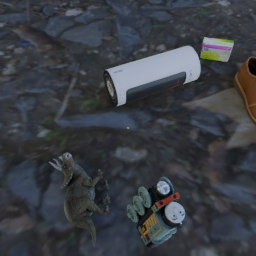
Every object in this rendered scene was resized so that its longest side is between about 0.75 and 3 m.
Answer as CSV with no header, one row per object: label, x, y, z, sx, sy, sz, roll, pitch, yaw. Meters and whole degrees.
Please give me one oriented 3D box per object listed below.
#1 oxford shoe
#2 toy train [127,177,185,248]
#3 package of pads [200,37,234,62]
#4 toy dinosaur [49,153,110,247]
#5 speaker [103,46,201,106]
oxford shoe,3.636,-0.797,7.298,0.956,0.955,2.680,-12,56,-11
toy train,0.407,1.221,3.981,0.540,1.266,0.722,-19,63,-27
package of pads,2.731,-2.414,8.675,0.889,0.687,0.303,11,62,11
toy dinosaur,-0.929,1.484,5.807,1.037,0.780,2.027,-16,59,3
speaker,0.678,-1.468,7.735,2.552,1.036,1.036,-19,55,-15
